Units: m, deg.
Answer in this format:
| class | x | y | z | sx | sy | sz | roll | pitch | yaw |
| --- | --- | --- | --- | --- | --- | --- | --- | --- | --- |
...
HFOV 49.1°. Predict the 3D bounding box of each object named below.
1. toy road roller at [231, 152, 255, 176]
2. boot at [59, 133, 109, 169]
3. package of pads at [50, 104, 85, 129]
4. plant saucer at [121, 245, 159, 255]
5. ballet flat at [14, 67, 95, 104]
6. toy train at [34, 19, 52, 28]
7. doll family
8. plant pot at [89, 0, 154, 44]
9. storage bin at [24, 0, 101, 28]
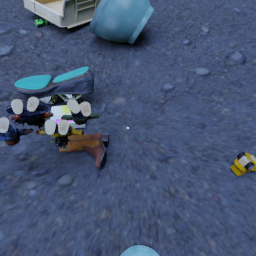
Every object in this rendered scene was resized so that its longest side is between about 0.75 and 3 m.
| class | x | y | z | sx | sy | sz | roll | pitch | yaw |
| --- | --- | --- | --- | --- | --- | --- | --- | --- | --- |
| toy road roller | 3.073 | 0.986 | 7.393 | 0.755 | 0.551 | 0.464 | 11 | 37 | -42 |
| boot | -1.237 | 0.577 | 7.670 | 1.327 | 0.454 | 1.249 | 2 | 50 | 3 |
| package of pads | -1.826 | -0.341 | 8.507 | 1.027 | 0.350 | 0.794 | -6 | 50 | -5 |
| plant saucer | 0.253 | 2.987 | 5.799 | 1.019 | 0.183 | 1.019 | 0 | 49 | 0 |
| ballet flat | -2.252 | -1.196 | 8.704 | 2.732 | 0.998 | 0.998 | -6 | 47 | 19 |
| toy train | -3.468 | -4.678 | 12.265 | 1.228 | 0.256 | 0.346 | -21 | 63 | -17 |
| doll family | -2.001 | -0.050 | 6.446 | 2.648 | 1.531 | 1.039 | 5 | 82 | -9 |
| plant pot | -0.095 | -4.340 | 10.755 | 1.731 | 2.584 | 2.584 | 33 | 52 | -9 |
| storage bin | -2.720 | -5.632 | 12.186 | 2.663 | 1.248 | 2.644 | 34 | 49 | 25 |
